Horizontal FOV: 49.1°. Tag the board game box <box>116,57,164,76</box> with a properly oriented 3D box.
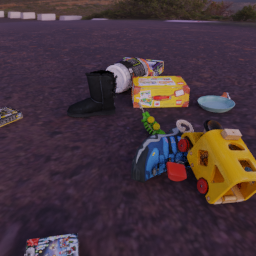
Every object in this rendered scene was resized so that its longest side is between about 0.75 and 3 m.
[{"bbox_3d":[0.595,-3.576,16.907,2.619,0.742,2.165,11,31,21],"label":"board game box"}]

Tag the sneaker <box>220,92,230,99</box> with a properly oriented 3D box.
[{"bbox_3d":[4.484,-1.469,13.189,0.459,0.318,0.819,2,27,1],"label":"sneaker"}]

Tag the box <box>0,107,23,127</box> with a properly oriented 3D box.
[{"bbox_3d":[-5.058,-0.430,11.146,1.016,0.314,1.272,19,32,29],"label":"box"}]

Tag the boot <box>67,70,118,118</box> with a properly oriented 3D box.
[{"bbox_3d":[-1.459,-1.400,11.419,2.183,1.789,0.808,-4,27,-7],"label":"boot"}]

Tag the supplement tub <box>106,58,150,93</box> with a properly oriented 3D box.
[{"bbox_3d":[0.033,-2.815,14.573,1.473,1.473,2.403,18,32,32],"label":"supplement tub"}]

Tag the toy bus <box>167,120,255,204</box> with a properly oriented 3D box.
[{"bbox_3d":[2.319,0.598,7.119,2.592,1.340,2.446,33,42,7],"label":"toy bus"}]

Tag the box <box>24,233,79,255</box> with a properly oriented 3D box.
[{"bbox_3d":[-1.395,2.633,5.080,1.019,0.297,1.488,-5,27,-10],"label":"box"}]

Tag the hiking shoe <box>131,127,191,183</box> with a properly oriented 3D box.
[{"bbox_3d":[1.281,0.723,7.971,1.278,1.097,2.948,20,33,35],"label":"hiking shoe"}]

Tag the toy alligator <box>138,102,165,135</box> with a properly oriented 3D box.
[{"bbox_3d":[0.711,-0.219,10.074,0.438,0.479,1.614,-36,73,-6],"label":"toy alligator"}]

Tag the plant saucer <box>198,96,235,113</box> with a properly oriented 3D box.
[{"bbox_3d":[3.864,-1.027,12.349,1.583,0.285,1.583,0,26,0],"label":"plant saucer"}]

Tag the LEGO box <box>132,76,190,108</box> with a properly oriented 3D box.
[{"bbox_3d":[1.415,-1.706,12.951,2.431,0.938,1.810,-1,27,-2],"label":"LEGO box"}]
